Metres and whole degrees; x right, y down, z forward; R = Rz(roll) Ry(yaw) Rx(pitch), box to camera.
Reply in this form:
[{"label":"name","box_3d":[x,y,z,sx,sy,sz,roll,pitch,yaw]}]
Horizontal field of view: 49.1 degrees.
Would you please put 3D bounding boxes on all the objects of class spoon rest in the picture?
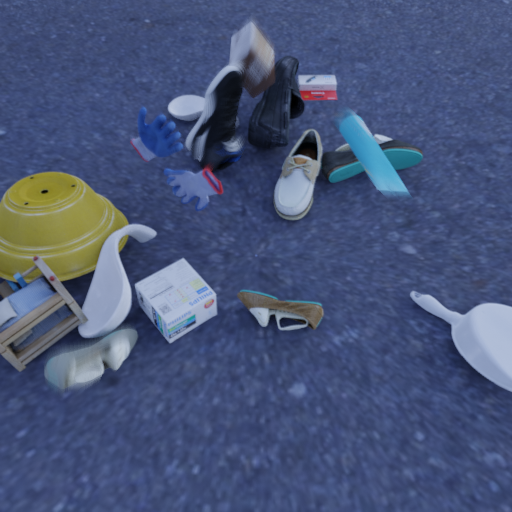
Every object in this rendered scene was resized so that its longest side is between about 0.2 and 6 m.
[{"label":"spoon rest","box_3d":[-2.663,0.388,10.501,1.284,0.784,2.585,-22,40,36]},{"label":"spoon rest","box_3d":[-1.362,-3.727,14.364,1.911,0.579,0.950,19,52,15]}]

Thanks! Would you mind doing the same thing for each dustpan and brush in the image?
[{"label":"dustpan and brush","box_3d":[3.964,1.289,10.076,2.609,0.747,1.821,40,50,22]}]

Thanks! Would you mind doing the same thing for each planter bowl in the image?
[{"label":"planter bowl","box_3d":[-4.084,-0.839,11.130,2.918,1.215,2.918,0,38,0]}]

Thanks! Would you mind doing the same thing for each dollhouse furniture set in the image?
[{"label":"dollhouse furniture set","box_3d":[-4.361,0.604,9.920,1.468,1.460,2.083,-38,59,-19]}]

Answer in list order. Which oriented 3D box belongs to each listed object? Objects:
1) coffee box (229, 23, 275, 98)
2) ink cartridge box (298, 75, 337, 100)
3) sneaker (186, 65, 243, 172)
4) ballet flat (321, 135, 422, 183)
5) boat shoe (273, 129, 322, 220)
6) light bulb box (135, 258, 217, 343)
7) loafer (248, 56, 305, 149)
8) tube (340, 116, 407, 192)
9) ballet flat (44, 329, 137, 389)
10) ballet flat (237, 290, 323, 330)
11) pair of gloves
[{"label":"coffee box","box_3d":[-0.087,-4.627,13.206,0.664,0.953,1.667,-29,38,25]},{"label":"ink cartridge box","box_3d":[1.684,-4.619,15.355,1.033,0.231,0.910,-1,48,0]},{"label":"sneaker","box_3d":[-0.617,-2.940,12.661,0.882,2.415,1.351,-16,59,-43]},{"label":"ballet flat","box_3d":[2.638,-2.370,12.975,2.421,0.823,0.828,-12,62,-10]},{"label":"boat shoe","box_3d":[0.944,-1.883,12.591,0.920,0.842,2.463,10,50,8]},{"label":"light bulb box","box_3d":[-1.472,0.815,10.373,1.093,0.688,1.103,-30,56,-24]},{"label":"loafer","box_3d":[0.692,-3.890,14.228,1.139,1.101,3.244,15,54,5]},{"label":"tube","box_3d":[2.074,-1.815,10.131,0.691,0.449,1.784,-4,51,-25]},{"label":"ballet flat","box_3d":[-2.586,1.743,9.312,0.583,0.616,1.829,27,27,32]},{"label":"ballet flat","box_3d":[0.405,1.058,10.359,1.644,0.557,0.595,11,69,4]},{"label":"pair of gloves","box_3d":[-1.654,-1.904,11.284,0.269,2.358,1.895,-46,20,-26]}]
